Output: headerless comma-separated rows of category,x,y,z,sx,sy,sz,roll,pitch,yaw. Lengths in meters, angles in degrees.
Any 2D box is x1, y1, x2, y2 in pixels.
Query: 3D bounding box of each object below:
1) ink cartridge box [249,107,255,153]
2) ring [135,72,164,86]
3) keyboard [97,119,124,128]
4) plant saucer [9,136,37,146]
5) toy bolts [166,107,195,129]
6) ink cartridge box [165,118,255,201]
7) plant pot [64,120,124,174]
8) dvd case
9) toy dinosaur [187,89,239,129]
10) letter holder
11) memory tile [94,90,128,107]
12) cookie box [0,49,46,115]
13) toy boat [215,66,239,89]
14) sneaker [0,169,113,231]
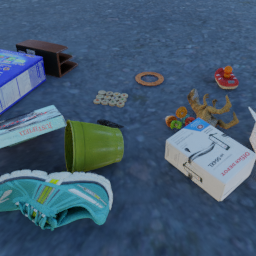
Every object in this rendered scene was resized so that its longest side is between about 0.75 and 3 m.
ink cartridge box,4.472,0.212,6.882,2.783,1.742,1.789,2,37,2
ring,0.853,-1.936,11.075,1.122,0.108,1.122,0,36,0
keyboard,-0.567,-0.173,8.481,0.905,0.179,0.471,18,22,41
plant saucer,-3.083,0.311,8.147,0.839,0.080,0.293,-22,42,-27
toy bolts,1.598,-0.367,8.585,0.811,0.774,0.562,3,27,-27
ink cartridge box,1.994,0.707,6.914,1.298,0.750,1.779,-32,50,-27
plant pot,-0.848,0.465,7.088,1.314,1.365,1.365,-1,36,-22
dvd case,-2.799,-0.035,7.172,2.188,0.330,2.997,-19,15,-14
toy dinosaur,2.431,-0.131,8.347,1.549,0.881,2.916,-23,36,23
letter holder,-3.322,-3.073,11.802,2.086,1.049,1.483,17,39,21
memory tile,-0.600,-1.051,9.917,1.120,0.094,0.858,8,38,11
cookie box,-4.778,-1.727,9.989,2.417,1.062,2.826,14,39,17
toy boat,3.764,-2.015,10.651,0.730,0.731,1.119,-2,37,-3
sneaker,-1.724,1.531,5.821,2.786,1.080,1.110,-2,51,2
